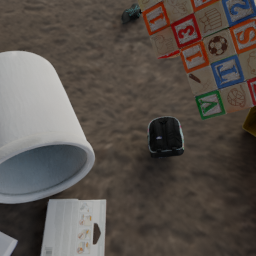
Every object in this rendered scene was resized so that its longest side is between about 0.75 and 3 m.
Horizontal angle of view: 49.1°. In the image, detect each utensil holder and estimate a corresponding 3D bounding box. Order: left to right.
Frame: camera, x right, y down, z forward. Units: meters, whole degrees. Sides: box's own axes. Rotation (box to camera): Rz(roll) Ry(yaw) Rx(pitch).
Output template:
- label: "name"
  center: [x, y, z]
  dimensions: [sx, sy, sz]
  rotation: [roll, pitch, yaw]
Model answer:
- label: "utensil holder"
  center: [-2.178, -0.065, 6.071]
  dimensions: [2.196, 2.196, 2.584]
  rotation: [-20, 60, -12]

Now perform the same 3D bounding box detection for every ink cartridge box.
- label: "ink cartridge box"
  center: [-1.094, 2.211, 5.795]
  dimensions: [1.256, 0.315, 1.447]
  rotation: [0, 59, -1]

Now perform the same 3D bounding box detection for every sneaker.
- label: "sneaker"
  center: [0.150, -3.790, 9.310]
  dimensions: [0.422, 0.402, 1.066]
  rotation: [31, 65, 15]

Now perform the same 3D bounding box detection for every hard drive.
- label: "hard drive"
  center: [-3.710, 2.513, 5.610]
  dimensions: [2.426, 0.308, 1.601]
  rotation: [21, 61, 12]

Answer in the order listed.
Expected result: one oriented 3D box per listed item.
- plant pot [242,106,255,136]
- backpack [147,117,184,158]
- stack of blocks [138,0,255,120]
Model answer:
- label: "plant pot"
  center: [3.561, -0.253, 6.911]
  dimensions: [0.802, 0.909, 0.909]
  rotation: [-26, 49, -33]
- label: "backpack"
  center: [0.897, 0.231, 6.702]
  dimensions: [0.853, 0.723, 0.961]
  rotation: [-8, 63, 8]
- label: "stack of blocks"
  center: [1.147, -1.487, 4.150]
  dimensions: [0.757, 1.489, 2.586]
  rotation: [-27, 99, -56]
